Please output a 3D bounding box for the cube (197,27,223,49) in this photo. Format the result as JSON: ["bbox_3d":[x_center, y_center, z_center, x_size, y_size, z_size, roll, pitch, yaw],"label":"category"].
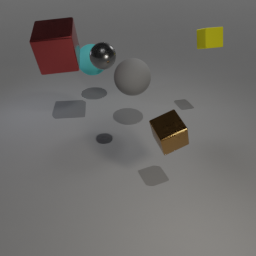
[{"bbox_3d":[3.002,-3.302,10.298,0.700,0.700,0.700,-9,16,-13],"label":"cube"}]

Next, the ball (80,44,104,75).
[{"bbox_3d":[-1.647,-3.128,12.862,1.400,1.400,1.400,0,31,0],"label":"ball"}]

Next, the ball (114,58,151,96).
[{"bbox_3d":[0.167,-1.918,10.554,1.400,1.400,1.400,0,31,0],"label":"ball"}]

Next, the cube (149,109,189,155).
[{"bbox_3d":[1.020,0.111,6.915,0.700,0.700,0.700,-25,52,-3],"label":"cube"}]

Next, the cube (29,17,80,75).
[{"bbox_3d":[-2.551,-2.943,10.075,1.400,1.400,1.400,-6,48,-1],"label":"cube"}]

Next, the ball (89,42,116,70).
[{"bbox_3d":[-0.667,-1.903,7.413,0.700,0.700,0.700,0,31,0],"label":"ball"}]
